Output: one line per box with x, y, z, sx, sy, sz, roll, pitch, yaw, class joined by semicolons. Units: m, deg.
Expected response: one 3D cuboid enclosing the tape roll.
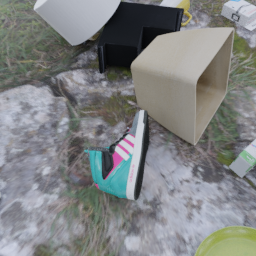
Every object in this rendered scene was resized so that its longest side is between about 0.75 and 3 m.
-1.826;-4.675;10.274;2.707;1.859;2.707;-29;40;28;tape roll

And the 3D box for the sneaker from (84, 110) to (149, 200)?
-0.314;0.595;7.577;1.611;1.115;2.667;4;52;13;sneaker

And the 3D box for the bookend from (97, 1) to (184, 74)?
0.532;-3.259;10.385;2.769;1.275;2.751;8;56;5;bookend

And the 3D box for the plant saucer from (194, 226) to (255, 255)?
2.581;3.354;6.086;2.363;0.367;2.363;-4;51;5;plant saucer

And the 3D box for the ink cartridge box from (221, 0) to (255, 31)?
4.958;-4.918;12.023;0.920;0.530;1.588;-35;62;-23;ink cartridge box

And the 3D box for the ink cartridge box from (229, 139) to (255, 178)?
3.444;0.766;7.800;1.091;0.793;0.478;-36;65;-24;ink cartridge box

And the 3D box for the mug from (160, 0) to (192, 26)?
1.953;-5.024;11.815;1.372;1.099;1.126;31;68;27;mug

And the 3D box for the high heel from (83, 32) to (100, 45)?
-1.620;-3.781;11.331;0.879;0.314;0.626;-38;69;-14;high heel

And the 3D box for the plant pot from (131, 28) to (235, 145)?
1.558;-1.485;8.535;2.253;2.542;2.545;22;57;28;plant pot
